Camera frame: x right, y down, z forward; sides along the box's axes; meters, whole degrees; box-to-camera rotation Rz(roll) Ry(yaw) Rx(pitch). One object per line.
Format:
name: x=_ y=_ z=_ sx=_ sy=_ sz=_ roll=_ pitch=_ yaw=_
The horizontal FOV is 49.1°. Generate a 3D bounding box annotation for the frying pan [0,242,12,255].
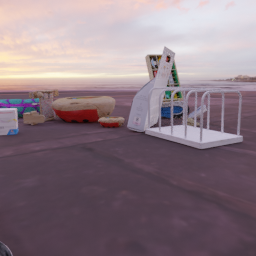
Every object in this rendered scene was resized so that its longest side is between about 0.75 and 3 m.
frying pan: x=-1.899 y=1.214 z=2.523 sx=1.415 sy=0.381 sz=2.339 roll=-6 pitch=10 yaw=-34

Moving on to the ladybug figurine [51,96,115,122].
ladybug figurine: x=-1.919 y=-0.809 z=12.033 sx=2.811 sy=1.011 sz=1.908 roll=0 pitch=11 yaw=11

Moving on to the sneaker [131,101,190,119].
sneaker: x=1.516 y=-0.915 z=13.527 sx=2.722 sy=1.020 sz=1.180 roll=9 pitch=4 yaw=3

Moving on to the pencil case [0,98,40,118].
pencil case: x=-5.128 y=-0.969 z=13.277 sx=2.259 sy=0.961 sz=1.044 roll=-5 pitch=-17 yaw=-24

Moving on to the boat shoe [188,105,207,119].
boat shoe: x=3.251 y=-0.661 z=12.929 sx=1.063 sy=0.347 sz=0.391 roll=-35 pitch=20 yaw=-15

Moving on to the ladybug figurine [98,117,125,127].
ladybug figurine: x=-0.641 y=-0.228 z=10.795 sx=1.015 sy=0.365 sz=0.689 roll=0 pitch=10 yaw=1

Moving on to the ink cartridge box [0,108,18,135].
ink cartridge box: x=-4.056 y=-0.227 z=9.412 sx=0.616 sy=0.836 sz=0.605 roll=-3 pitch=10 yaw=-15

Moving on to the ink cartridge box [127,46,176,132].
ink cartridge box: x=0.905 y=-1.465 z=10.391 sx=0.838 sy=2.939 sz=2.388 roll=13 pitch=13 yaw=16

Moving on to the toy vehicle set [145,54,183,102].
toy vehicle set: x=1.704 y=-2.344 z=13.148 sx=1.424 sy=2.292 sz=0.304 roll=-7 pitch=-10 yaw=-24

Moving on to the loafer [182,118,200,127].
loafer: x=2.452 y=-0.243 z=11.020 sx=0.354 sy=0.320 sz=0.936 roll=-5 pitch=11 yaw=-28

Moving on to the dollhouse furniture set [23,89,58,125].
dollhouse furniture set: x=-3.257 y=-0.966 z=12.191 sx=1.173 sy=1.374 sz=2.650 roll=1 pitch=10 yaw=18

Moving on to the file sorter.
file sorter: x=1.957 y=-0.439 z=8.607 sx=1.731 sy=1.553 sz=2.495 roll=-7 pitch=12 yaw=-32
